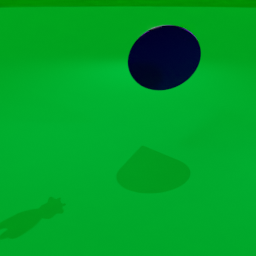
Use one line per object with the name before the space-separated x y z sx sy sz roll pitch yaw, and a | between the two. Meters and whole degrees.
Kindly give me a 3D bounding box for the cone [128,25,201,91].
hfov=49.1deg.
cone | 0.719 -2.000 6.600 1.594 1.594 1.600 -2 45 -5
